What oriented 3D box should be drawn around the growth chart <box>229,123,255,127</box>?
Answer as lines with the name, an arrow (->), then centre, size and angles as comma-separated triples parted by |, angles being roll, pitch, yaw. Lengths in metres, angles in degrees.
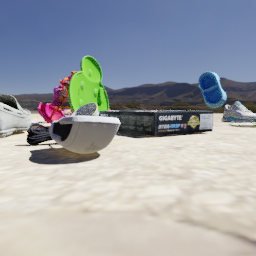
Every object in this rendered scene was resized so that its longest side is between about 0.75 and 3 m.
growth chart -> 4.909, -0.129, 11.748 | 1.199, 0.147, 1.656 | -1, 3, 8

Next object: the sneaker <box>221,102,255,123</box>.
sneaker -> 6.107, -0.860, 15.224 | 0.997, 1.152, 2.660 | 0, 5, -25

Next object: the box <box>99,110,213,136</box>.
box -> 0.795, -0.223, 8.910 | 2.342, 0.678, 2.946 | -3, 5, -35

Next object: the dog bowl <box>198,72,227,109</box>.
dog bowl -> 3.304, -1.544, 11.129 | 0.863, 1.548, 0.384 | -23, -17, 24

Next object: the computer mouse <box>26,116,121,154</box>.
computer mouse -> -0.946, 0.150, 4.915 | 1.386, 0.555, 2.528 | 3, -4, -25

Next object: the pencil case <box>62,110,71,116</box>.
pencil case -> -3.791, -0.739, 16.331 | 1.788, 0.790, 0.790 | -1, 3, 18

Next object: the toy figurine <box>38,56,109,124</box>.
toy figurine -> -2.468, -1.201, 11.319 | 2.683, 2.915, 2.188 | -12, -21, 33

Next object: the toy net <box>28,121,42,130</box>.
toy net -> -3.885, -0.071, 9.567 | 1.839, 0.355, 0.965 | 1, 1, -17

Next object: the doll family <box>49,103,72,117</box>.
doll family -> -3.423, -0.612, 14.879 | 2.179, 0.982, 1.353 | 18, -2, 3

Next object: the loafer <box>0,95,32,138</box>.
loafer -> -3.368, -0.423, 7.948 | 1.033, 1.031, 2.954 | 10, 6, -8

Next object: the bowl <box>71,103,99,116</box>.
bowl -> -1.354, -0.272, 9.199 | 1.133, 0.532, 1.133 | -23, 35, 17
